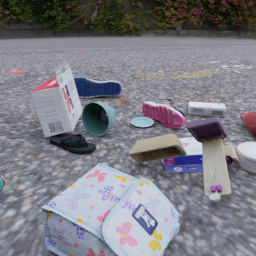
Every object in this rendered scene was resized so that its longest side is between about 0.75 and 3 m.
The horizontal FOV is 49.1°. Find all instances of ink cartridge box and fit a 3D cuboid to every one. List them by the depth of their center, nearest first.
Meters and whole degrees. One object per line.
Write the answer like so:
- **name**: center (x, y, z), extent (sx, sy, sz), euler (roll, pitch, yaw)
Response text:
- **ink cartridge box**: center (1.699, 0.732, 8.095), extent (1.555, 0.343, 1.584), euler (-3, 21, -7)
- **ink cartridge box**: center (-2.482, -1.121, 9.899), extent (1.001, 2.096, 2.387), euler (-11, 19, 3)
- **ink cartridge box**: center (3.359, -0.993, 12.090), extent (1.450, 0.428, 1.812), euler (4, 24, 10)

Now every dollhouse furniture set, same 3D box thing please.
- **dollhouse furniture set**: center (1.439, 1.195, 7.202), extent (2.512, 1.990, 1.783), euler (-14, 58, 27)

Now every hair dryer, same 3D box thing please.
- **hair dryer**: center (5.120, 0.041, 9.626), extent (2.142, 0.764, 2.812), euler (0, 21, -47)

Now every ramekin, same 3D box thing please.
- **ramekin**: center (3.508, 0.834, 7.604), extent (1.095, 0.510, 1.095), euler (0, 22, 0)

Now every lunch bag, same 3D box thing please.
- **lunch bag**: center (-0.212, 1.609, 4.880), extent (1.940, 1.233, 1.645), euler (20, 31, 26)

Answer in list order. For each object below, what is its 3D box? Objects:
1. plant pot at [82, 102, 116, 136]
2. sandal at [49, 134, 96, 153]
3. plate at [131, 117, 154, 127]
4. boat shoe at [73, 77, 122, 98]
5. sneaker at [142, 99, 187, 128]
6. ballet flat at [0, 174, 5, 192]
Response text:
- **plant pot**: center (-0.912, -0.382, 9.743), extent (1.168, 1.168, 0.783), euler (13, 21, 29)
- **sandal**: center (-1.782, 0.397, 8.749), extent (1.766, 0.423, 0.664), euler (12, 25, 29)
- **plate**: center (0.543, -0.198, 10.547), extent (0.854, 0.109, 0.854), euler (0, 27, 0)
- **boat shoe**: center (-1.698, -2.002, 14.010), extent (2.747, 0.992, 0.994), euler (5, 14, -4)
- **sneaker**: center (1.536, -0.648, 10.710), extent (0.997, 0.840, 2.278), euler (-21, 25, -28)
- **ballet flat**: center (-4.013, 1.307, 6.174), extent (2.414, 0.868, 0.868), euler (-8, 24, -20)
